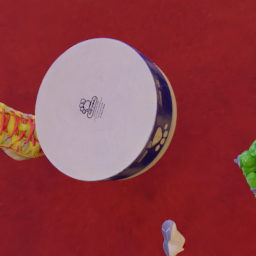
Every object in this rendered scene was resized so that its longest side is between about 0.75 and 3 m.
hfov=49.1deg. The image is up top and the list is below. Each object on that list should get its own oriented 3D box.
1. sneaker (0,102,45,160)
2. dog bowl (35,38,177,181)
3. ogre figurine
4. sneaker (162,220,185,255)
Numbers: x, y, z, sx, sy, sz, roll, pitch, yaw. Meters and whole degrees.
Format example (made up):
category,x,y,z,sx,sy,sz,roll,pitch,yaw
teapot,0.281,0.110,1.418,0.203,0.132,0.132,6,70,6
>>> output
category,x,y,z,sx,sy,sz,roll,pitch,yaw
sneaker,-2.127,0.002,5.353,1.126,2.495,0.975,-3,74,12
dog bowl,-0.355,-0.232,4.107,1.999,0.787,1.999,-3,82,26
ogre figurine,2.443,0.472,4.509,0.907,1.513,0.742,46,43,16
sneaker,0.918,2.171,5.602,0.397,0.348,0.990,-16,124,-15
